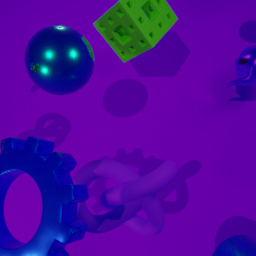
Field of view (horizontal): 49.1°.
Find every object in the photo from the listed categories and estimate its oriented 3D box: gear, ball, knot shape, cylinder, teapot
[{"bbox_3d":[-1.514,1.130,3.975,1.989,0.368,1.989,-5,78,23],"label":"gear"},{"bbox_3d":[-1.351,-1.336,5.596,1.355,1.355,1.355,0,66,0],"label":"ball"},{"bbox_3d":[0.021,1.340,5.057,1.948,1.823,0.900,-15,42,0],"label":"knot shape"},{"bbox_3d":[2.325,2.807,5.104,1.230,1.230,1.230,-2,97,-14],"label":"cylinder"},{"bbox_3d":[3.140,-1.573,7.143,0.841,1.068,1.718,21,62,37],"label":"teapot"}]

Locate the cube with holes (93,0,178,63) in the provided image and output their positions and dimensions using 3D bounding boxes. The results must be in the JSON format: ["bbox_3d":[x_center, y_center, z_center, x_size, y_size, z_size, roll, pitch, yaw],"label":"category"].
[{"bbox_3d":[0.198,-2.823,7.432,1.320,1.320,1.320,49,61,-20],"label":"cube with holes"}]
